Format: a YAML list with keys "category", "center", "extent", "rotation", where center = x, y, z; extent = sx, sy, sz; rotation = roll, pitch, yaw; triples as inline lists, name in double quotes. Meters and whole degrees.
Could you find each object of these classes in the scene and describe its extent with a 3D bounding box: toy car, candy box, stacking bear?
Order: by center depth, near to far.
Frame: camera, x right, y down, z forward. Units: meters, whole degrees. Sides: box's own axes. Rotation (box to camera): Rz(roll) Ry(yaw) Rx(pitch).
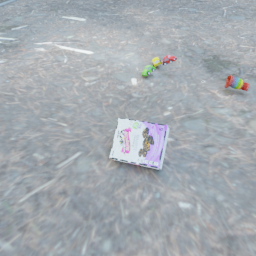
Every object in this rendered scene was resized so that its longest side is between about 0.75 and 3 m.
- category: "candy box"
  center: [0.310, 0.410, 7.446]
  extent: [1.366, 0.489, 1.146]
  rotation: [9, 81, 16]
- category: "stacking bear"
  center: [4.011, -1.592, 10.176]
  extent: [0.789, 0.449, 0.479]
  rotation: [19, 78, -4]
- category: "toy car"
  center: [1.088, -2.550, 11.358]
  extent: [1.376, 0.326, 1.462]
  rotation: [-36, 22, -19]
